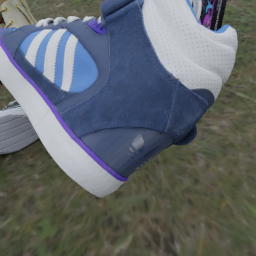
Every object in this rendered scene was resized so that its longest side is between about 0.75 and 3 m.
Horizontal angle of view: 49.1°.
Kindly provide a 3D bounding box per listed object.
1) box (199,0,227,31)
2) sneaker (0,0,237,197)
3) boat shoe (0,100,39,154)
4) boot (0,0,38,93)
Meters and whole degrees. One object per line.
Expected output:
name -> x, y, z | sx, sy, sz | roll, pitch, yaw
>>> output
box -> 2.972, -4.361, 9.835 | 0.464, 2.573, 1.840 | 1, 45, 1
sneaker -> -0.220, -0.805, 2.774 | 1.880, 1.035, 2.568 | -45, 52, 3
boat shoe -> -2.596, -0.233, 7.009 | 2.863, 1.032, 1.015 | -24, 40, -35
boot -> -2.238, -1.670, 5.110 | 0.805, 2.235, 1.728 | -19, 50, 16
